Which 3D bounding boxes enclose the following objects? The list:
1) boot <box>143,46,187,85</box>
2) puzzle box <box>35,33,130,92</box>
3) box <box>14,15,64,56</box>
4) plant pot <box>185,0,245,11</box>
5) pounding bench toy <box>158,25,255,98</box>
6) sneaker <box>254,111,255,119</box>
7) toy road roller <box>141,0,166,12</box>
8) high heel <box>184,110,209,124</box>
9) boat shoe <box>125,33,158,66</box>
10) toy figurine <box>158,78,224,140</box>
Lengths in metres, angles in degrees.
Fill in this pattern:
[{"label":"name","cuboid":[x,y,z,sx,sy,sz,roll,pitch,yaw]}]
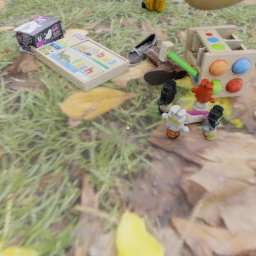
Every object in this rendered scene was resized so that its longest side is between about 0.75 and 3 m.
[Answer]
[{"label":"boot","cuboid":[0.913,-2.234,9.605,1.652,0.569,1.773,-8,47,-26]},{"label":"puzzle box","cuboid":[-1.649,-2.457,9.974,1.995,0.381,2.999,-34,53,-30]},{"label":"box","cuboid":[-3.395,-3.599,10.777,1.026,0.891,1.552,22,48,21]},{"label":"plant pot","cuboid":[2.573,-4.315,7.044,2.898,0.398,2.898,-19,57,32]},{"label":"pounding bench toy","cuboid":[2.314,-1.962,8.648,2.464,1.531,1.922,-5,45,-5]},{"label":"sneaker","cuboid":[4.013,-0.265,7.631,0.389,0.517,1.106,-29,52,-26]},{"label":"toy road roller","cuboid":[1.496,-6.286,13.512,1.638,1.007,1.196,-35,66,-24]},{"label":"high heel","cuboid":[1.789,-0.354,7.915,1.178,0.397,0.566,14,28,12]},{"label":"boat shoe","cuboid":[0.486,-2.945,10.364,0.627,0.535,1.876,26,50,24]},{"label":"toy figurine","cuboid":[1.631,-0.456,7.495,1.603,1.115,1.578,-3,50,-6]}]
